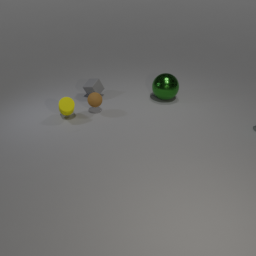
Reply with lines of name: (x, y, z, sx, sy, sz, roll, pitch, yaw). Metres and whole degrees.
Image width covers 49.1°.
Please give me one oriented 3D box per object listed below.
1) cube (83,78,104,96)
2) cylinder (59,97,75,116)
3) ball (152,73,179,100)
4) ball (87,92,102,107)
cube: (-1.800, -2.112, 14.674, 0.700, 0.700, 0.700, 5, 50, 36)
cylinder: (-2.791, -0.981, 12.733, 0.700, 0.700, 0.700, -9, -9, -15)
ball: (1.939, -2.127, 14.477, 1.400, 1.400, 1.400, 0, 31, 0)
ball: (-1.543, -1.312, 13.082, 0.700, 0.700, 0.700, 0, 31, 0)
